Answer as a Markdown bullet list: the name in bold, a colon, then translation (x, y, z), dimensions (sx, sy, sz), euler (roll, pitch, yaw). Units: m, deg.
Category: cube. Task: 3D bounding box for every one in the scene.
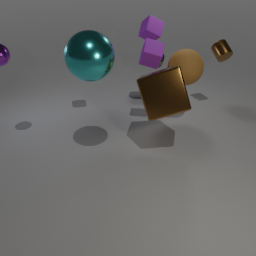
- **cube**: translation (1.199, -1.193, 9.303), dimensions (1.400, 1.400, 1.400), euler (-16, 12, 11)
- **cube**: translation (0.940, -4.028, 11.417), dimensions (0.700, 0.700, 0.700), euler (19, -12, -23)
- **cube**: translation (0.854, -2.691, 10.145), dimensions (0.700, 0.700, 0.700), euler (15, 60, -6)

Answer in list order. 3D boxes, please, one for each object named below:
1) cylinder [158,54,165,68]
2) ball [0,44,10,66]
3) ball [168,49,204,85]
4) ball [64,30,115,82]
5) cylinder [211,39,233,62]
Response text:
- **cylinder**: translation (1.249, -3.254, 13.155), dimensions (0.700, 0.700, 0.700), euler (16, 26, -16)
- **ball**: translation (-4.038, -2.276, 8.709), dimensions (0.700, 0.700, 0.700), euler (0, 29, 0)
- **ball**: translation (2.253, -2.376, 10.962), dimensions (1.400, 1.400, 1.400), euler (0, 29, 0)
- **ball**: translation (-1.070, -2.000, 7.825), dimensions (1.400, 1.400, 1.400), euler (0, 29, 0)
- **cylinder**: translation (4.060, -3.338, 12.112), dimensions (0.700, 0.700, 0.700), euler (-14, 70, -24)
